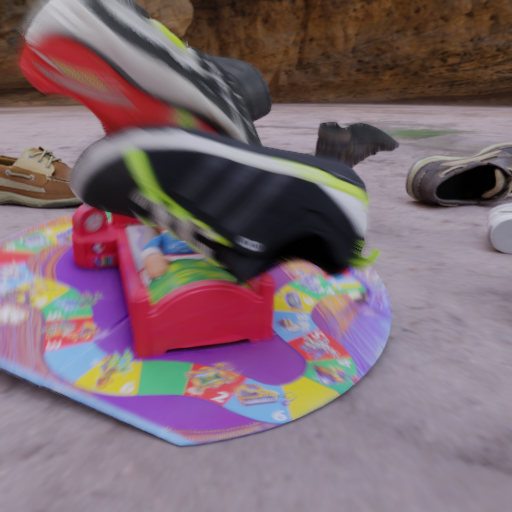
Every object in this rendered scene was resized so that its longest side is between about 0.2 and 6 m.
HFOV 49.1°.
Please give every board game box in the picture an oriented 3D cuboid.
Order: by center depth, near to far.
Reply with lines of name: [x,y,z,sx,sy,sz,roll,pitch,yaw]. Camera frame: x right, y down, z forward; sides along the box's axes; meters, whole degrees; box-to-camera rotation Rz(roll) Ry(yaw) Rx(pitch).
board game box: [-0.907,-0.052,5.725,4.589,0.894,3.626,15,29,23]

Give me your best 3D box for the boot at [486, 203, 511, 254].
boot: [4.549,-0.475,8.239,2.185,0.804,1.044,5,25,17]

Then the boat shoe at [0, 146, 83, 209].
boat shoe: [-4.413,-1.598,11.163,3.010,1.112,1.139,1,18,3]

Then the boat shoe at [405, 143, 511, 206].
boat shoe: [4.572,-1.471,11.132,3.107,1.157,1.139,-12,30,-8]

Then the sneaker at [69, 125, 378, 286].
sneaker: [-0.244,-0.319,4.529,2.571,1.065,0.922,5,-25,-5]

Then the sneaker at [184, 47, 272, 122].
sneaker: [-1.098,-1.888,7.340,1.764,1.016,3.382,-37,36,-20]

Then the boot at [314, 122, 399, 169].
boot: [1.537,-1.531,9.855,1.748,1.522,0.605,1,34,-21]

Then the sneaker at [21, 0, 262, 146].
sneaker: [-0.829,-1.263,4.815,2.476,1.051,0.953,28,36,-47]
